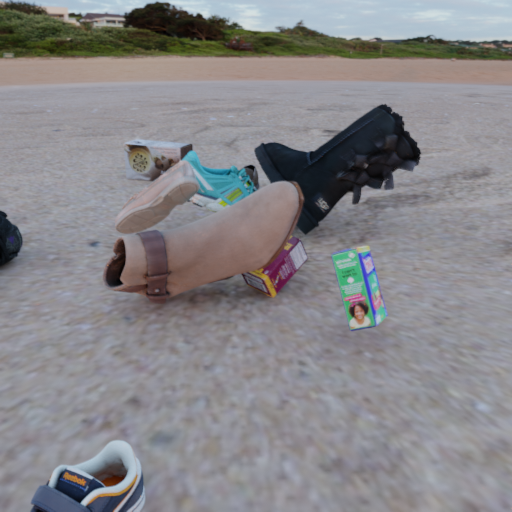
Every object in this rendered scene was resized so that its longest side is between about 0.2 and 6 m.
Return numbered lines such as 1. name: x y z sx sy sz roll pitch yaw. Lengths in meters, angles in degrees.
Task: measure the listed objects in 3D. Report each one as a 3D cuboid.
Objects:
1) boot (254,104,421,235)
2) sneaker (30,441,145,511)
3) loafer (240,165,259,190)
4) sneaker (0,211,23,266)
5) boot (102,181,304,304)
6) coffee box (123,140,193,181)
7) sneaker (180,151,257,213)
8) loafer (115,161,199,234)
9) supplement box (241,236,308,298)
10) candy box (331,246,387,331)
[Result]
1. boot: 1.593 -2.127 11.732 2.818 1.273 3.439 -36 34 9
2. sneaker: -1.539 2.103 4.328 0.668 0.676 1.703 12 26 24
3. loafer: -0.418 -1.844 14.033 0.738 0.717 2.020 4 22 10
4. sneaker: -4.738 -0.254 9.452 1.520 1.314 3.471 -5 22 -26
5. boot: -0.880 -0.144 7.817 2.053 2.808 0.986 -2 60 -35
6. coffee box: -2.698 -2.628 15.588 1.805 1.020 0.720 9 24 19
7. sneaker: -0.423 -1.305 11.632 2.649 1.055 1.027 21 12 -17
8. loafer: -1.826 -1.046 10.189 1.876 0.590 0.674 -29 -31 23
9. supplement box: 0.280 0.112 8.969 0.615 0.485 0.939 22 60 40
10. candy box: 1.368 0.398 7.367 0.392 1.019 0.861 -17 -3 22
